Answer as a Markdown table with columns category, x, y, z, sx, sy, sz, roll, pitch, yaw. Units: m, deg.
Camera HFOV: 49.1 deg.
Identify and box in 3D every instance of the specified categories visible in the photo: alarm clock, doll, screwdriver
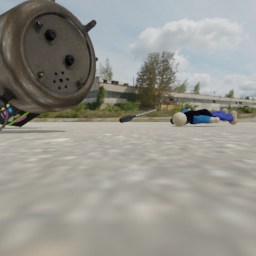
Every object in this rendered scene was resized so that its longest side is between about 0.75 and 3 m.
| category | x | y | z | sx | sy | sz | roll | pitch | yaw |
| --- | --- | --- | --- | --- | --- | --- | --- | --- | --- |
| alarm clock | -1.640 | -1.071 | 5.087 | 0.992 | 2.980 | 2.010 | 2 | -42 | 42 |
| doll | 2.968 | -0.423 | 10.973 | 2.687 | 0.651 | 1.833 | -3 | 15 | -21 |
| screwdriver | 0.256 | -0.332 | 6.815 | 1.077 | 0.157 | 0.150 | -23 | 0 | -27 |

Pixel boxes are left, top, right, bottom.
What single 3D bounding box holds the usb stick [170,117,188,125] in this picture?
| category | x | y | z | sx | sy | sz | roll | pitch | yaw |
| --- | --- | --- | --- | --- | --- | --- | --- | --- | --- |
| usb stick | 2.469 | -0.375 | 12.838 | 0.635 | 0.373 | 2.289 | -39 | -14 | 18 |

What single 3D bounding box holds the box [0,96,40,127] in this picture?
| category | x | y | z | sx | sy | sz | roll | pitch | yaw |
| --- | --- | --- | --- | --- | --- | --- | --- | --- | --- |
| box | -3.065 | -0.888 | 8.300 | 1.632 | 1.014 | 1.212 | -33 | -7 | 6 |
